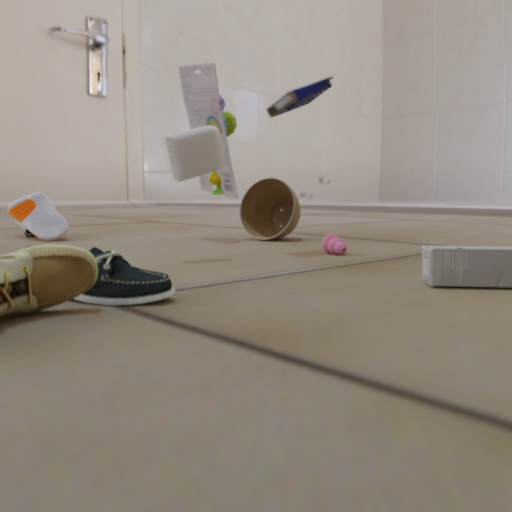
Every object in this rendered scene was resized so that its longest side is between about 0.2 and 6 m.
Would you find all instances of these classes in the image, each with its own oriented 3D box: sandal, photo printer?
[{"bbox_3d":[-5.670,-0.816,14.731,1.086,0.812,2.833,-28,41,-23],"label":"sandal"},{"bbox_3d":[-1.038,-1.812,9.824,0.993,0.826,0.345,-20,27,-26],"label":"photo printer"}]

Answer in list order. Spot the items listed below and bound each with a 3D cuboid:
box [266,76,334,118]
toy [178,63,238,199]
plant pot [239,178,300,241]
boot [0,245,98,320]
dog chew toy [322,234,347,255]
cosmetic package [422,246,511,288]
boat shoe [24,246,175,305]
[{"bbox_3d":[0.903,-3.066,10.781,1.301,0.211,0.788,-31,5,-33],"label":"box"},{"bbox_3d":[-0.962,-3.042,13.594,0.737,3.121,1.797,-18,23,-31],"label":"toy"},{"bbox_3d":[0.505,-1.081,14.207,1.560,1.560,1.048,4,-7,31],"label":"plant pot"},{"bbox_3d":[-2.437,0.363,5.258,1.946,0.701,1.505,-9,9,-19],"label":"boot"},{"bbox_3d":[1.574,-0.198,11.084,0.400,0.400,0.642,-3,14,-22],"label":"dog chew toy"},{"bbox_3d":[2.967,0.140,7.611,1.289,0.581,0.688,-2,4,5],"label":"cosmetic package"},{"bbox_3d":[-1.970,0.207,6.746,2.076,0.626,0.785,2,7,13],"label":"boat shoe"}]
